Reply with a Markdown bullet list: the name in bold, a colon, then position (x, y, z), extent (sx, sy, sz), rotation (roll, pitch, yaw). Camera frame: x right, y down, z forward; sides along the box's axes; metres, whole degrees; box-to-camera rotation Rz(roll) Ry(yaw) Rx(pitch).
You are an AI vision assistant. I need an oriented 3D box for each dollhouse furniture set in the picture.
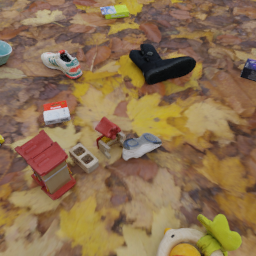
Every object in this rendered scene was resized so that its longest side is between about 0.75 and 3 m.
- **dollhouse furniture set**: position (-1.452, 0.527, 7.950), extent (2.855, 1.537, 1.161), rotation (-37, 60, -27)

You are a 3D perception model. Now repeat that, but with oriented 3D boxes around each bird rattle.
- **bird rattle**: position (1.566, 3.131, 6.210), extent (1.913, 1.322, 2.346), rotation (3, 60, 18)

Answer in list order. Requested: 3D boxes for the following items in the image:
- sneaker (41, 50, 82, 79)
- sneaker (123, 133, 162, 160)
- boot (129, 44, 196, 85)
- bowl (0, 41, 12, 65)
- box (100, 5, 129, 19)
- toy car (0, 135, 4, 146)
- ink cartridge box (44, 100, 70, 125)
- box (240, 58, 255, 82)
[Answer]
- **sneaker**: position (-2.743, -2.830, 11.367), extent (2.136, 0.998, 0.752), rotation (31, 55, 24)
- **sneaker**: position (0.406, 0.575, 8.628), extent (1.486, 0.647, 0.554), rotation (-9, 44, -33)
- **boot**: position (1.363, -2.836, 11.445), extent (2.277, 0.870, 1.914), rotation (-20, 55, -9)
- **bowl**: position (-5.546, -3.081, 11.696), extent (1.275, 0.667, 1.275), rotation (14, 41, -12)
- **box**: position (-0.719, -6.128, 14.789), extent (1.402, 0.334, 0.855), rotation (-10, 49, -9)
- **toy car**: position (-5.093, 0.840, 8.322), extent (2.109, 0.500, 2.242), rotation (7, 48, 1)
- **ink cartridge box**: position (-2.539, -0.622, 9.882), extent (0.854, 0.252, 1.066), rotation (-12, 51, -10)
- **box**: position (5.112, -2.288, 11.211), extent (0.973, 0.508, 0.720), rotation (22, 52, 18)
